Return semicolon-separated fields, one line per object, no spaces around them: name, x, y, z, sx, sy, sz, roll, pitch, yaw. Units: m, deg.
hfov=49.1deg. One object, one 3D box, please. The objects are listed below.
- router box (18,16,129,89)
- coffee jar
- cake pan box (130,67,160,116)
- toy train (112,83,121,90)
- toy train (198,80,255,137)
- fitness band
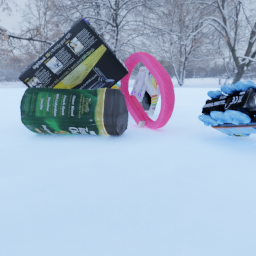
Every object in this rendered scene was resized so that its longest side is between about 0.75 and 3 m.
router box;-1.436;-1.498;7.569;2.321;1.825;0.606;-38;26;11
coffee jar;-1.159;-0.364;6.501;2.338;0.998;1.219;1;-17;7
cake pan box;0.658;-1.277;9.940;0.355;1.357;1.250;-1;-33;39
toy train;-1.379;-1.621;9.586;2.745;0.764;2.062;3;19;-8
toy train;2.285;-0.331;5.673;1.157;0.878;2.025;23;-7;-11
fitness band;0.450;-1.032;7.627;0.438;1.681;2.340;-6;46;-29
